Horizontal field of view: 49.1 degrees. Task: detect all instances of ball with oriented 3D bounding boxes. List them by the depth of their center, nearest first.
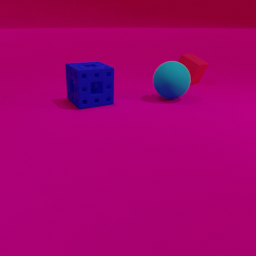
[{"bbox_3d":[1.566,-1.718,10.091,1.336,1.336,1.336,0,22,0],"label":"ball"}]

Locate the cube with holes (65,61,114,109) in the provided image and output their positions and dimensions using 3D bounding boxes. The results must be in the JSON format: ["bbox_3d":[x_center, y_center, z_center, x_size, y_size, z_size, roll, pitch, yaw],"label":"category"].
[{"bbox_3d":[-1.325,-1.525,9.680,1.274,1.274,1.274,-11,26,-27],"label":"cube with holes"}]

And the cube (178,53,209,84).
[{"bbox_3d":[2.813,-2.669,12.586,0.989,0.989,0.989,40,35,25],"label":"cube"}]
